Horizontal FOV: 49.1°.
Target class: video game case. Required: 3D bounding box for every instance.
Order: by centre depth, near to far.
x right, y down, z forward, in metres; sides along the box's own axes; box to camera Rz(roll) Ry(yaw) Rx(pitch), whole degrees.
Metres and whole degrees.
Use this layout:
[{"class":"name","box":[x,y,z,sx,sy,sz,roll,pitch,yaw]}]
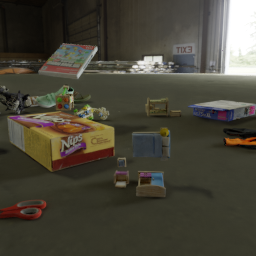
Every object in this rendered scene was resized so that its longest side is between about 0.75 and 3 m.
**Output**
[{"class":"video game case","box":[-1.959,-2.281,9.378,1.343,0.164,1.878,8,45,12]}]

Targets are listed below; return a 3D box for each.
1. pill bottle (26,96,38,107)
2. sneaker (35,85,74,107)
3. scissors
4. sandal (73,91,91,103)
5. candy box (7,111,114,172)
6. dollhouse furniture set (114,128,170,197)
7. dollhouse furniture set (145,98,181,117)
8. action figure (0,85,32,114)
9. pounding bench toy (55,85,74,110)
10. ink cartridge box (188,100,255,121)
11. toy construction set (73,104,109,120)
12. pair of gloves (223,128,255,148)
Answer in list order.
[{"class":"pill bottle","box":[-4.506,-1.302,13.627,0.793,0.453,0.453,-14,19,-43]},{"class":"sneaker","box":[-3.453,-1.585,13.235,1.831,1.080,0.674,-11,56,-41]},{"class":"scissors","box":[-1.871,1.235,4.055,1.308,0.091,0.479,-4,17,-11]},{"class":"sandal","box":[-2.942,-1.620,14.598,2.130,0.608,0.846,-7,15,-27]},{"class":"candy box","box":[-1.739,0.183,6.901,1.573,0.761,2.696,-10,18,-38]},{"class":"dollhouse furniture set","box":[0.233,0.532,4.826,1.002,1.062,0.693,1,13,4]},{"class":"dollhouse furniture set","box":[1.430,-0.939,11.542,1.317,0.732,1.165,-1,14,-2]},{"class":"action figure","box":[-4.957,-1.103,11.191,1.466,1.259,2.467,-23,-37,21]},{"class":"pounding bench toy","box":[-2.876,-1.367,12.626,0.655,1.055,0.823,0,13,0]},{"class":"ink cartridge box","box":[3.699,-0.699,11.011,2.591,0.544,1.546,-8,16,-42]},{"class":"toy construction set","box":[-1.379,-0.549,10.094,0.948,0.666,1.445,-20,-6,32]},{"class":"pair of gloves","box":[3.462,0.251,7.778,1.567,0.217,1.759,4,14,18]}]
